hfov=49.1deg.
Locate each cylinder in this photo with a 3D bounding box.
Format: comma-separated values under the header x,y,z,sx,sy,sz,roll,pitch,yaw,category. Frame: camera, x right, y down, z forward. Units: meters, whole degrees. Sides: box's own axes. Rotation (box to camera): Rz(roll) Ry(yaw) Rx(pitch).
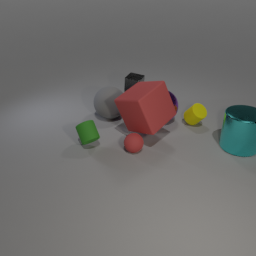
x,y,z,sx,sy,sz,roll,pitch,yaw,category
2.775,-0.566,11.574,0.700,0.700,0.700,10,63,-20,cylinder
-1.456,0.160,10.143,0.700,0.700,0.700,-23,-8,-3,cylinder
4.085,0.078,10.011,1.400,1.400,1.400,0,29,0,cylinder

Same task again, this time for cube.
x,y,z,sx,sy,sz,roll,pitch,yaw,category
0.639,-0.761,10.168,1.400,1.400,1.400,-40,28,-29,cube
0.289,-2.005,12.623,0.700,0.700,0.700,16,36,17,cube

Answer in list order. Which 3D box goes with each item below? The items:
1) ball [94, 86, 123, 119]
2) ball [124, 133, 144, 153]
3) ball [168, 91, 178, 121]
x,y,z,sx,sy,sz,roll,pitch,yaw,category
-0.781,-1.102,12.069,1.400,1.400,1.400,0,29,0,ball
0.204,0.528,9.930,0.700,0.700,0.700,0,29,0,ball
1.415,-0.924,11.795,1.400,1.400,1.400,0,29,0,ball
